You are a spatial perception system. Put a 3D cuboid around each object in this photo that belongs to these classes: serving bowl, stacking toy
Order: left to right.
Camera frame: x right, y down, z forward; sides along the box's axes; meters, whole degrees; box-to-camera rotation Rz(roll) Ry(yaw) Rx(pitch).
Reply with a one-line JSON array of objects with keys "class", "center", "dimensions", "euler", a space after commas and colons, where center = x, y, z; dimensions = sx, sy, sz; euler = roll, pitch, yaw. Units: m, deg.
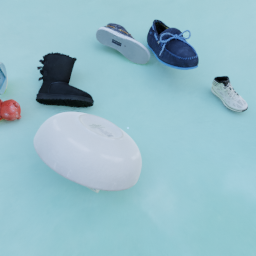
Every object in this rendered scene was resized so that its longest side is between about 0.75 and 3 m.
[{"class": "stacking toy", "center": [-3.250, -1.191, 7.353], "dimensions": [0.784, 1.856, 1.680], "euler": [2, 52, -7]}, {"class": "serving bowl", "center": [-0.725, 0.292, 6.129], "dimensions": [2.455, 2.455, 0.807], "euler": [32, 109, 17]}]

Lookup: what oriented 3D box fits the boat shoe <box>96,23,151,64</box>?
[{"class": "boat shoe", "center": [-0.030, -2.732, 8.809], "dimensions": [1.859, 0.658, 0.844], "euler": [30, 43, 2]}]

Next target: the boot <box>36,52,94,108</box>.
[{"class": "boot", "center": [-1.723, -1.350, 7.862], "dimensions": [1.755, 0.649, 1.438], "euler": [5, 74, 10]}]

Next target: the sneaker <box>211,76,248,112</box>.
[{"class": "sneaker", "center": [2.754, -0.958, 7.643], "dimensions": [0.460, 0.702, 1.220], "euler": [-41, 62, -5]}]

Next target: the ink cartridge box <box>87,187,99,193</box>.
[{"class": "ink cartridge box", "center": [-1.039, 0.818, 6.624], "dimensions": [1.158, 0.850, 0.846], "euler": [27, 70, 14]}]

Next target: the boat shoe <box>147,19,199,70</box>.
[{"class": "boat shoe", "center": [1.129, -2.446, 8.003], "dimensions": [1.071, 0.874, 2.546], "euler": [-14, 39, -22]}]
